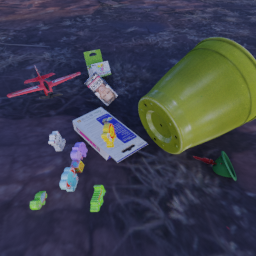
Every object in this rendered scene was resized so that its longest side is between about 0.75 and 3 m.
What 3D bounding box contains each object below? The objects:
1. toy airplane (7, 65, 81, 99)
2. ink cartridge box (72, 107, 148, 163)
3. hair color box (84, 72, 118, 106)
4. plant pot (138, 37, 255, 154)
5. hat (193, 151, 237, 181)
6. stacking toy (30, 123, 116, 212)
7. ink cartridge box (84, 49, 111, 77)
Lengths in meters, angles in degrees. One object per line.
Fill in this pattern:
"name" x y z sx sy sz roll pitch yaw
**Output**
"toy airplane" -2.875 -1.498 9.421 2.462 0.453 2.462 -5 37 4
"ink cartridge box" -0.556 0.215 8.007 1.069 0.419 2.257 -29 45 -27
"hair color box" -0.902 -1.323 9.496 0.545 1.089 0.330 -44 17 6
"plant pot" 1.769 -0.676 7.608 2.584 2.684 2.684 -33 46 -21
"hat" 2.173 1.059 7.065 0.822 0.773 0.933 -27 10 22
"stacking toy" -1.236 0.859 6.425 1.630 0.508 2.162 -7 48 19
"ink cartridge box" -1.246 -2.606 11.340 0.820 1.109 0.420 -21 14 -30
